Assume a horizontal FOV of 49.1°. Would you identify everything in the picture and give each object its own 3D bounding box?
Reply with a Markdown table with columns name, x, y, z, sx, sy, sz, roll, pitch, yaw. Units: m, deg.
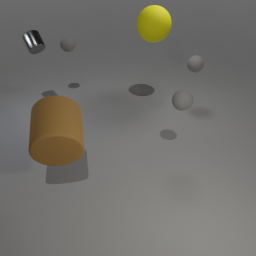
| name | x | y | z | sx | sy | sz | roll | pitch | yaw |
| --- | --- | --- | --- | --- | --- | --- | --- | --- | --- |
| ball | 1.042 | -4.183 | 11.287 | 1.400 | 1.400 | 1.400 | 0 | 32 | 0 |
| ball | -2.776 | -3.859 | 12.880 | 0.700 | 0.700 | 0.700 | 0 | 32 | 0 |
| cylinder | -3.834 | -3.501 | 11.436 | 0.700 | 0.700 | 0.700 | -27 | -4 | -2 |
| ball | 1.807 | -0.919 | 9.259 | 0.700 | 0.700 | 0.700 | 0 | 32 | 0 |
| cylinder | -1.928 | 0.085 | 7.602 | 1.400 | 1.400 | 1.400 | -5 | 51 | -8 |
| ball | 2.868 | -2.717 | 11.894 | 0.700 | 0.700 | 0.700 | 0 | 32 | 0 |
